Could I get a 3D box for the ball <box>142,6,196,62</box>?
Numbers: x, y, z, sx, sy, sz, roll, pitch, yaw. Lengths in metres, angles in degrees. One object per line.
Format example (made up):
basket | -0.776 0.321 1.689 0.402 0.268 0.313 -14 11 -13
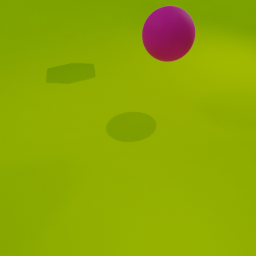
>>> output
ball | 1.042 -2.413 7.240 1.370 1.370 1.370 0 38 0
